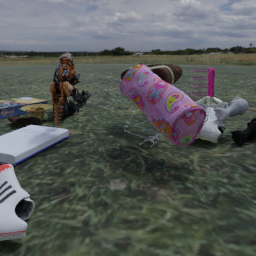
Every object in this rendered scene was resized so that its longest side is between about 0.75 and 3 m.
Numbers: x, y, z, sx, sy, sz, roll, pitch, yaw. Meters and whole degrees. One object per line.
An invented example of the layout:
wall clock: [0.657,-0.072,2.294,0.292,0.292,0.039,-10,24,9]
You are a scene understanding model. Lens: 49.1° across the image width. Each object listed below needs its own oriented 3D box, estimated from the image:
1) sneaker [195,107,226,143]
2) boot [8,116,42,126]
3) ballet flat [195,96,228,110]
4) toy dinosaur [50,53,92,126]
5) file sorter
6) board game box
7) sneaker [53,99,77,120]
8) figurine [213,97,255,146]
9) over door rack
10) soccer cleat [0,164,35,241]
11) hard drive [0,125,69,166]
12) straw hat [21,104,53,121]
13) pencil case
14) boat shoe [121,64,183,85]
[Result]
sneaker: [2.906,-0.066,9.702,0.976,0.905,2.407,20,26,22]
boot: [-4.159,-0.301,11.233,1.058,0.365,1.136,6,-1,-37]
ballet flat: [3.901,-1.096,13.156,0.841,0.841,2.343,-6,17,-21]
toy dinosaur: [-2.084,-1.216,8.957,1.170,2.291,1.555,22,-16,19]
file sorter: [4.082,-2.322,15.494,1.151,1.836,1.276,-1,16,6]
board game box: [-5.466,-1.012,13.375,1.791,0.457,2.643,12,20,36]
sneaker: [-2.762,-0.957,12.529,1.057,0.915,2.415,0,15,-18]
figurine: [3.638,-0.218,9.294,1.501,0.662,1.538,-19,67,-36]
over door rack: [0.491,0.222,9.144,1.110,0.370,0.820,29,27,18]
soccer cleat: [-2.175,1.307,5.141,0.907,0.731,2.130,8,15,-16]
hard drive: [-3.225,0.437,8.642,1.666,0.320,2.525,6,17,20]
straw hat: [-3.794,-0.589,11.722,1.363,0.577,1.363,-1,16,0]
pencil case: [0.898,-0.758,7.904,1.269,1.269,2.903,-9,36,-27]
boat shoe: [0.870,-1.882,10.436,1.039,1.038,2.810,-29,25,-30]
